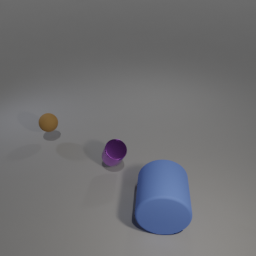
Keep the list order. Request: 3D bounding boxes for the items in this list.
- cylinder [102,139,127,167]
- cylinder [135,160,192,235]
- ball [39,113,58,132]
[{"bbox_3d":[-0.445,0.797,8.937,0.700,0.700,0.700,6,64,-12],"label":"cylinder"},{"bbox_3d":[0.922,1.797,7.391,1.400,1.400,1.400,3,33,4],"label":"cylinder"},{"bbox_3d":[-2.943,-0.201,10.358,0.700,0.700,0.700,0,32,0],"label":"ball"}]
